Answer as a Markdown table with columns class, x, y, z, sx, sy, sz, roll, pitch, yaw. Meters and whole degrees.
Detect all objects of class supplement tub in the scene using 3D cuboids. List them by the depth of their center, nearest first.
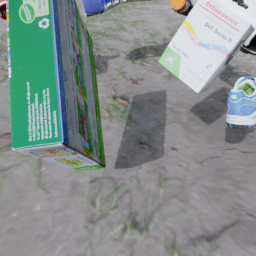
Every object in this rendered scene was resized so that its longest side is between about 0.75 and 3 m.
| class | x | y | z | sx | sy | sz | roll | pitch | yaw |
| --- | --- | --- | --- | --- | --- | --- | --- | --- | --- |
| supplement tub | 1.640 | -3.623 | 8.158 | 0.612 | 0.612 | 0.999 | 22 | 23 | 29 |

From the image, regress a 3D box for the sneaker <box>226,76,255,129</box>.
| class | x | y | z | sx | sy | sz | roll | pitch | yaw |
| --- | --- | --- | --- | --- | --- | --- | --- | --- | --- |
| sneaker | 2.167 | -0.603 | 4.671 | 0.611 | 0.622 | 1.614 | 9 | 35 | 43 |

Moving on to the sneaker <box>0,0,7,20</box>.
| class | x | y | z | sx | sy | sz | roll | pitch | yaw |
| --- | --- | --- | --- | --- | --- | --- | --- | --- | --- |
| sneaker | -3.014 | -3.996 | 8.328 | 1.948 | 0.763 | 1.125 | -18 | 66 | -15 |

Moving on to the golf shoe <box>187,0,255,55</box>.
| class | x | y | z | sx | sy | sz | roll | pitch | yaw |
| --- | --- | --- | --- | --- | --- | --- | --- | --- | --- |
| golf shoe | 2.593 | -2.731 | 6.626 | 2.871 | 1.116 | 1.357 | 28 | 24 | -24 |

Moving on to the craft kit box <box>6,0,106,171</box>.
| class | x | y | z | sx | sy | sz | roll | pitch | yaw |
| --- | --- | --- | --- | --- | --- | --- | --- | --- | --- |
| craft kit box | -0.909 | -0.774 | 4.153 | 0.633 | 2.578 | 2.610 | -9 | 76 | 6 |

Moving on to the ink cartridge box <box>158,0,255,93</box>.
| class | x | y | z | sx | sy | sz | roll | pitch | yaw |
| --- | --- | --- | --- | --- | --- | --- | --- | --- | --- |
| ink cartridge box | 1.332 | -1.467 | 4.496 | 0.927 | 1.584 | 0.533 | 43 | 27 | 18 |

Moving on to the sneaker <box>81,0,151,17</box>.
| class | x | y | z | sx | sy | sz | roll | pitch | yaw |
| --- | --- | --- | --- | --- | --- | --- | --- | --- | --- |
| sneaker | -0.101 | -4.317 | 8.516 | 2.773 | 1.120 | 1.602 | -25 | 30 | -10 |
